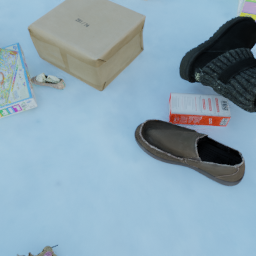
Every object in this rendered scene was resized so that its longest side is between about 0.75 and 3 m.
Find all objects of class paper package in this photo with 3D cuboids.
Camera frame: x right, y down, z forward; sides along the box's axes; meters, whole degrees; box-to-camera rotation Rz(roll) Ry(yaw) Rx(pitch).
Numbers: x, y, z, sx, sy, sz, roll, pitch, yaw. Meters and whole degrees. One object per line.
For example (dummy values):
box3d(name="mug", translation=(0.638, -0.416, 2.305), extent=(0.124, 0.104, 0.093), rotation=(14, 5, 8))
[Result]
box3d(name="paper package", translation=(-1.106, -2.689, 8.312), extent=(2.513, 1.300, 2.395), rotation=(31, 62, 19))

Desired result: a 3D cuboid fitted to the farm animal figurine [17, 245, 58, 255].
box3d(name="farm animal figurine", translation=(-1.933, 2.642, 5.279), extent=(0.549, 1.052, 1.041), rotation=(39, 94, 20))

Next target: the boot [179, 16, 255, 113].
box3d(name="boot", translation=(3.205, -1.757, 7.425), extent=(3.166, 1.191, 2.367), rotation=(-39, 47, -19))

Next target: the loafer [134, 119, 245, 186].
box3d(name="loafer", translation=(1.467, 0.368, 6.542), extent=(2.742, 0.973, 1.001), rotation=(20, 60, 12))

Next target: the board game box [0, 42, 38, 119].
box3d(name="board game box", translation=(-3.583, -1.329, 7.915), extent=(1.555, 0.396, 2.313), rotation=(-19, 59, -8))

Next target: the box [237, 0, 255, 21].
box3d(name="box", translation=(5.294, -4.752, 9.561), extent=(2.562, 1.408, 2.913), rotation=(14, 59, 9))

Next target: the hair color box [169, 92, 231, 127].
box3d(name="hair color box", translation=(1.853, -0.491, 7.392), extent=(1.507, 0.462, 0.765), rotation=(4, 55, 3))

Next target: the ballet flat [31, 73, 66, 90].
box3d(name="ballet flat", translation=(-2.312, -1.394, 8.035), extent=(1.099, 0.370, 0.374), rotation=(11, 58, 7))
